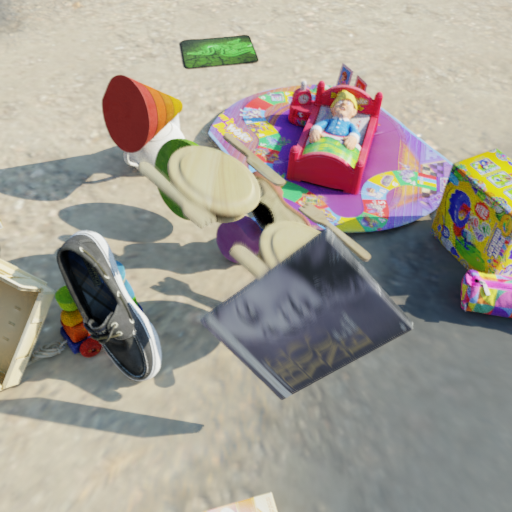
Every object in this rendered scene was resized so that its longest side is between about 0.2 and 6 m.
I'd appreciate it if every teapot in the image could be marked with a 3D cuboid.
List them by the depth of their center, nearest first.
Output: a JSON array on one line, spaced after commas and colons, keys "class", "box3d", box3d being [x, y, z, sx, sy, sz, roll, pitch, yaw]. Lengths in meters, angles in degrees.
[{"class": "teapot", "box3d": [-2.297, -2.627, 12.714, 1.432, 1.059, 1.451, -10, 49, -7]}]

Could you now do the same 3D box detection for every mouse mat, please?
[{"class": "mouse mat", "box3d": [-1.127, -6.073, 16.618, 2.187, 0.082, 1.760, -7, 47, -8]}]

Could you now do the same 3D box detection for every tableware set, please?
[{"class": "tableware set", "box3d": [-0.054, -0.430, 8.913, 3.510, 0.703, 2.320, 42, 41, 13]}]

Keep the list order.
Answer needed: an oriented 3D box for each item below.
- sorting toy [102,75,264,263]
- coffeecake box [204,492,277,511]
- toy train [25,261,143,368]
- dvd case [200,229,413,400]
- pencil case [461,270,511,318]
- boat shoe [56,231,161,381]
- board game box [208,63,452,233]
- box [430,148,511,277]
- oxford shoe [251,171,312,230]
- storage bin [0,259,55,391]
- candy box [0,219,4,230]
[{"class": "sorting toy", "box3d": [-1.181, -1.932, 11.505, 4.679, 1.622, 1.612, 49, 43, 13]}, {"class": "coffeecake box", "box3d": [-0.350, 3.810, 7.071, 1.463, 0.534, 1.123, -12, 48, -11]}, {"class": "toy train", "box3d": [-3.003, 1.011, 9.168, 2.216, 1.282, 0.938, -30, 53, -25]}, {"class": "dvd case", "box3d": [0.592, 0.865, 7.272, 1.675, 2.253, 0.180, 46, 31, -13]}, {"class": "pencil case", "box3d": [4.504, 0.728, 9.800, 1.829, 0.808, 0.808, 8, 47, 6]}, {"class": "boat shoe", "box3d": [-2.279, 0.876, 8.553, 0.906, 2.592, 0.859, -16, 13, 15]}, {"class": "board game box", "box3d": [1.697, -2.897, 12.772, 4.612, 1.137, 5.838, -19, 49, -21]}, {"class": "box", "box3d": [4.385, -0.690, 10.402, 1.093, 1.791, 1.725, -20, 50, -18]}, {"class": "oxford shoe", "box3d": [0.393, -0.586, 10.341, 0.712, 2.022, 0.756, -19, 34, 42]}, {"class": "storage bin", "box3d": [-4.343, 0.969, 8.776, 1.767, 0.834, 1.780, 24, 94, 13]}, {"class": "candy box", "box3d": [-5.954, -0.587, 11.279, 1.386, 0.391, 0.808, -32, 54, -28]}]
